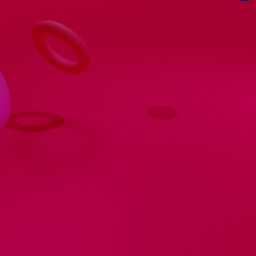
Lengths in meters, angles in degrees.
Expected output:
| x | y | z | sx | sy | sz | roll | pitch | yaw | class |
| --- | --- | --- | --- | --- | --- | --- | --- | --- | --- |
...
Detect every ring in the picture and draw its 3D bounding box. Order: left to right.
| x | y | z | sx | sy | sz | roll | pitch | yaw | class |
| --- | --- | --- | --- | --- | --- | --- | --- | --- | --- |
| -1.816 | -2.149 | 7.672 | 1.784 | 1.784 | 0.357 | 16 | 63 | 24 | ring |

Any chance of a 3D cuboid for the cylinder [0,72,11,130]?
| x | y | z | sx | sy | sz | roll | pitch | yaw | class |
| --- | --- | --- | --- | --- | --- | --- | --- | --- | --- |
| -2.367 | -0.322 | 3.553 | 1.184 | 1.184 | 1.184 | 14 | 21 | 21 | cylinder |
